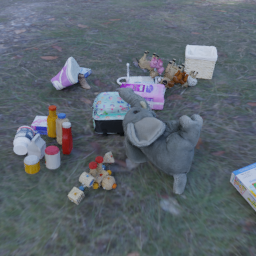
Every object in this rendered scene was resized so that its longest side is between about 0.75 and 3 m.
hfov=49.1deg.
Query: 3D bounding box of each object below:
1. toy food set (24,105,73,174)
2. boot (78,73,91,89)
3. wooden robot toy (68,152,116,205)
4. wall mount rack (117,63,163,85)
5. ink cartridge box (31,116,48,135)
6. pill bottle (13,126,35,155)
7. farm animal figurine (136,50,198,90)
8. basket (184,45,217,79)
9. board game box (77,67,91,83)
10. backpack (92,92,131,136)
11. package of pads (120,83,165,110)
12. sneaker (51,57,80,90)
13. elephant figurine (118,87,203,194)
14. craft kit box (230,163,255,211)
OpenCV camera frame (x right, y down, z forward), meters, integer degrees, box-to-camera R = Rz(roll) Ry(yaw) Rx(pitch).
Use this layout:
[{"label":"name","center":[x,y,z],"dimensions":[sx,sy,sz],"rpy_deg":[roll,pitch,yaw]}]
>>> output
[{"label":"toy food set","center":[-2.478,0.295,9.028],"dimensions":[1.219,1.149,2.554],"rpy_deg":[7,28,5]},{"label":"boot","center":[-2.103,-2.247,13.307],"dimensions":[0.848,0.620,0.298],"rpy_deg":[27,42,31]},{"label":"wooden robot toy","center":[-0.768,1.472,8.101],"dimensions":[0.899,0.873,1.982],"rpy_deg":[29,44,18]},{"label":"wall mount rack","center":[0.668,-2.390,13.267],"dimensions":[2.433,0.907,2.114],"rpy_deg":[-1,36,0]},{"label":"ink cartridge box","center":[-3.159,-0.115,10.691],"dimensions":[0.935,0.206,0.952],"rpy_deg":[4,35,-1]},{"label":"pill bottle","center":[-3.591,0.442,9.631],"dimensions":[0.595,0.595,0.995],"rpy_deg":[-3,37,-5]},{"label":"farm animal figurine","center":[1.788,-2.532,13.191],"dimensions":[2.453,1.279,2.426],"rpy_deg":[39,32,24]},{"label":"basket","center":[3.677,-3.391,14.354],"dimensions":[1.546,1.243,1.532],"rpy_deg":[6,36,10]},{"label":"board game box","center":[-2.705,-2.771,14.332],"dimensions":[1.204,0.262,1.210],"rpy_deg":[15,39,20]},{"label":"backpack","center":[-0.597,-0.652,10.640],"dimensions":[1.545,1.310,1.740],"rpy_deg":[-2,31,-4]},{"label":"package of pads","center":[0.587,-1.397,12.027],"dimensions":[1.996,0.755,1.203],"rpy_deg":[5,34,7]},{"label":"sneaker","center":[-3.079,-2.608,13.446],"dimensions":[1.314,0.835,2.304],"rpy_deg":[-25,30,14]},{"label":"elephant figurine","center":[0.655,0.206,8.863],"dimensions":[2.989,2.115,2.319],"rpy_deg":[16,24,11]},{"label":"craft kit box","center":[4.435,1.747,7.655],"dimensions":[2.254,0.547,2.226],"rpy_deg":[-17,40,-13]}]
